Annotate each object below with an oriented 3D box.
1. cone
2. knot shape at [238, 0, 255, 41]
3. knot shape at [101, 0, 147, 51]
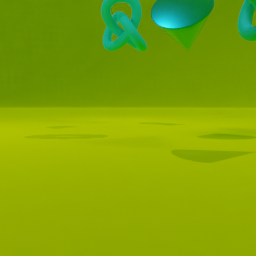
[{"bbox_3d":[1.042,-1.772,5.093,1.048,1.048,1.052,2,-29,20],"label":"cone"},{"bbox_3d":[2.982,-2.637,5.769,0.929,2.010,1.881,-30,-6,-29],"label":"knot shape"},{"bbox_3d":[-0.238,-2.991,8.442,0.829,1.794,1.679,-35,15,-34],"label":"knot shape"}]
